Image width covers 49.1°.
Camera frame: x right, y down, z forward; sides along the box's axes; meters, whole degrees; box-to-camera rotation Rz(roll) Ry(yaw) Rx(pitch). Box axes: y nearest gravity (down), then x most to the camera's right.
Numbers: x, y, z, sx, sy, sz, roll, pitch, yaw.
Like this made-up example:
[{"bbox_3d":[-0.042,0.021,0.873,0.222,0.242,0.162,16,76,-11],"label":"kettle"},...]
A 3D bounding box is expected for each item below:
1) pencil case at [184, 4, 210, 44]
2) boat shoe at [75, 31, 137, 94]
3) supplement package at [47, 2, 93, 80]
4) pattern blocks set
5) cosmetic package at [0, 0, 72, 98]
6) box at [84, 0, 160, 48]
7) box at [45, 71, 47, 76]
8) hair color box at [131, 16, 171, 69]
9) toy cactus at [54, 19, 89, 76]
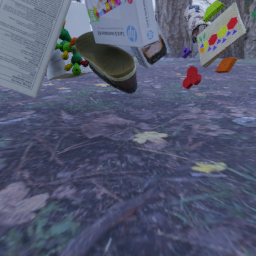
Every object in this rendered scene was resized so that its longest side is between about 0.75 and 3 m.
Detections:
[{"bbox_3d":[2.549,-3.815,10.236,0.772,0.888,1.985,-7,43,8],"label":"pencil case"},{"bbox_3d":[-0.567,-1.650,6.947,0.942,0.867,2.637,-29,43,-11],"label":"boat shoe"},{"bbox_3d":[-2.350,-3.285,10.768,1.514,2.582,1.509,-15,9,-41],"label":"supplement package"},{"bbox_3d":[2.372,-2.375,7.337,0.214,2.323,2.643,15,-23,-28],"label":"pattern blocks set"},{"bbox_3d":[-2.401,-2.349,6.663,1.518,2.931,1.071,21,4,-19],"label":"cosmetic package"},{"bbox_3d":[-0.309,-2.713,5.199,0.467,2.268,1.768,-30,32,-25],"label":"box"},{"bbox_3d":[-2.898,-2.487,9.788,0.276,0.892,1.118,5,-23,-19],"label":"box"},{"bbox_3d":[0.444,-3.008,8.742,1.009,2.038,0.618,-38,37,-5],"label":"hair color box"},{"bbox_3d":[-1.768,-2.594,8.706,2.145,1.097,1.770,52,26,14],"label":"toy cactus"}]
